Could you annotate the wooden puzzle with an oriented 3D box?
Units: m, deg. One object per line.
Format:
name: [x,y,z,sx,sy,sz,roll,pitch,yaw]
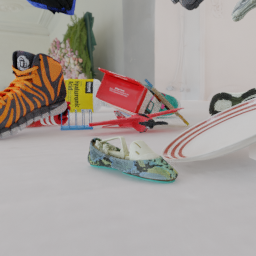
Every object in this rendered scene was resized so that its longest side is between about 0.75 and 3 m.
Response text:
wooden puzzle: [1.009,-0.651,7.455,1.486,0.174,1.003,51,10,23]

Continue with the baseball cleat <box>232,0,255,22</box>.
baseball cleat: [3.430,-3.570,7.946,0.412,0.629,1.182,27,-38,-30]

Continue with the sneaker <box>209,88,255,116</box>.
sneaker: [3.977,-0.665,8.763,1.256,1.090,2.834,5,5,-32]

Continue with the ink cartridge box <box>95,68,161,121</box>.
ink cartridge box: [0.001,-0.733,6.978,1.143,0.662,1.968,22,-2,24]

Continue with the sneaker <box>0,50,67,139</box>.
sneaker: [-2.304,-0.776,5.601,1.012,1.462,2.610,16,29,25]

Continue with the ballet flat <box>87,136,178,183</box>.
ballet flat: [-0.007,0.289,2.939,1.140,0.423,0.423,5,8,36]

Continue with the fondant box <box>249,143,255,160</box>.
fondant box: [2.386,0.228,3.086,1.619,0.472,1.168,-1,7,-1]

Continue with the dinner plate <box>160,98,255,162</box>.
dinner plate: [1.295,0.009,3.528,1.898,0.230,1.898,-29,4,2]

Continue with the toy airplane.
toy airplane: [0.067,-0.155,6.539,2.313,0.425,2.313,-6,9,1]

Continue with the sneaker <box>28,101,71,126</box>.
sneaker: [-2.559,-0.510,8.266,1.535,1.041,2.657,6,16,-22]

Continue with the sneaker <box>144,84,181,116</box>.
sneaker: [0.332,-0.956,10.532,2.887,1.207,1.743,5,-1,30]

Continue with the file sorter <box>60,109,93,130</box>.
file sorter: [-1.275,-0.213,6.876,0.765,0.469,0.531,-2,6,-14]

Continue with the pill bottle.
pill bottle: [-2.124,-1.577,13.618,2.901,1.614,1.614,0,7,-4]

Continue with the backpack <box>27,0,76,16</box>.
backpack: [-2.248,-3.946,8.130,1.485,1.206,1.246,8,5,-9]

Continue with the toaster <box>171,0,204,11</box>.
toaster: [1.122,-2.768,3.716,2.091,1.350,1.188,-41,4,19]
